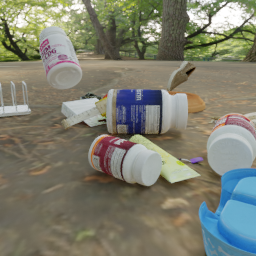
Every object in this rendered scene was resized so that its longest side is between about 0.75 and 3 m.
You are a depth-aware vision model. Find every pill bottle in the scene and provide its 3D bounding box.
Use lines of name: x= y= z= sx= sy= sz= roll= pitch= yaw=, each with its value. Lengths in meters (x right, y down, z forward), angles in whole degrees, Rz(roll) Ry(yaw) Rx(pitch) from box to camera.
pill bottle: x=2.140 y=0.314 z=5.754 sx=0.934 sy=0.934 sz=1.704 roll=7 pitch=17 yaw=22
pill bottle: x=-2.378 y=-2.441 z=9.609 sx=1.156 sy=1.156 sz=2.040 roll=-8 pitch=58 yaw=-25
pill bottle: x=0.523 y=-0.455 z=7.834 sx=2.156 sy=1.247 sz=1.247 roll=1 pitch=16 yaw=1
pill bottle: x=-0.060 y=0.589 z=5.181 sx=1.267 sy=0.723 sz=0.723 roll=14 pitch=21 yaw=38

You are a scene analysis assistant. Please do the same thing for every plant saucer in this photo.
plant saucer: x=1.845 y=-1.106 z=11.401 sx=2.563 sy=0.480 sz=2.563 roll=0 pitch=16 yaw=0

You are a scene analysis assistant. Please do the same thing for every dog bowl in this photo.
dog bowl: x=1.662 y=1.160 z=3.613 sx=1.178 sy=0.524 sz=2.114 roll=10 pitch=19 yaw=31

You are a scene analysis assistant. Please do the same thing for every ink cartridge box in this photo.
ink cartridge box: x=-1.234 y=-0.432 z=9.559 sx=1.419 sy=0.498 sz=1.746 roll=-14 pitch=43 yaw=-40

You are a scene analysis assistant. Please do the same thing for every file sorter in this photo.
file sorter: x=-4.566 y=-1.069 z=10.150 sx=1.794 sy=1.117 sz=1.245 roll=-7 pitch=18 yaw=-25

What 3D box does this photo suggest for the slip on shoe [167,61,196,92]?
slip on shoe: x=1.915 y=-1.830 z=10.051 sx=0.469 sy=0.589 sz=1.548 roll=26 pitch=54 yaw=22

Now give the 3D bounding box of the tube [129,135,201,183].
tube: x=0.616 y=0.622 z=5.663 sx=0.513 sy=0.459 sz=1.767 roll=-45 pitch=34 yaw=-8

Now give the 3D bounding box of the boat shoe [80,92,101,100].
boat shoe: x=-1.571 y=-1.293 z=12.015 sx=0.529 sy=0.476 sz=1.496 roll=-13 pitch=21 yaw=-38

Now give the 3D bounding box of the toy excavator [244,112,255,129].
toy excavator: x=4.318 y=-0.070 z=6.850 sx=2.613 sy=1.305 sz=2.540 roll=-4 pitch=13 yaw=17

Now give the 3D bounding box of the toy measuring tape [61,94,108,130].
toy measuring tape: x=-0.839 y=-0.480 z=8.866 sx=2.549 sy=0.938 sz=0.938 roll=-26 pitch=24 yaw=-16

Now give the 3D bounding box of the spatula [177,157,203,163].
spatula: x=1.197 y=0.689 z=5.993 sx=0.786 sy=0.081 sz=0.222 roll=-1 pitch=15 yaw=-1

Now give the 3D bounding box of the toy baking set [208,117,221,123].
toy baking set: x=3.009 y=-0.255 z=9.161 sx=0.852 sy=0.099 sz=0.654 roll=0 pitch=16 yaw=0
